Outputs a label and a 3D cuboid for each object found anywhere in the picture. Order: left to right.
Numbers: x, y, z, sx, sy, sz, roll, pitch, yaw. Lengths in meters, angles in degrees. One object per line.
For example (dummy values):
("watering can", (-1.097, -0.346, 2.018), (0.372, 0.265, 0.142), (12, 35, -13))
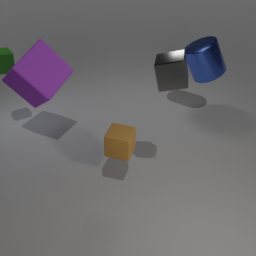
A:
("cube", (-4.357, -2.303, 9.623), (0.700, 0.700, 0.700), (-17, 39, -32))
("cube", (-2.931, -1.716, 9.110), (1.400, 1.400, 1.400), (-12, 41, 53))
("cube", (-0.208, 0.375, 7.661), (0.700, 0.700, 0.700), (10, 35, 12))
("cube", (1.043, -1.357, 6.645), (0.700, 0.700, 0.700), (-5, 34, 16))
("cylinder", (3.149, -2.797, 11.499), (1.400, 1.400, 1.400), (-23, 29, 14))
